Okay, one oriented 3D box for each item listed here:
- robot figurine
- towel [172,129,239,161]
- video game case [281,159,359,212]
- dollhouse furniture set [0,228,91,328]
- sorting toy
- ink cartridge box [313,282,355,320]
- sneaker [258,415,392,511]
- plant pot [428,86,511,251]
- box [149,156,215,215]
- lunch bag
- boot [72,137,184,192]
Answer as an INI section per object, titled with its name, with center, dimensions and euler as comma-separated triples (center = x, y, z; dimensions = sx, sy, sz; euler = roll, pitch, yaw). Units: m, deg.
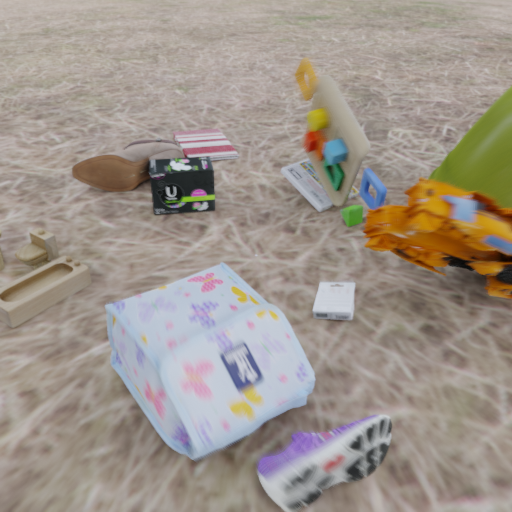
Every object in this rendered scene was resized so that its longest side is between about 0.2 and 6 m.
[robot figurine]
center = 3.406, -0.141, 8.680
dimensions = 3.182, 2.307, 0.926
euler = 20, 71, -13
[towel]
center = -1.377, -2.957, 15.031
dimensions = 1.381, 0.218, 1.918
euler = -9, 35, -17
[video game case]
center = 1.426, -1.648, 12.533
dimensions = 1.247, 0.157, 1.370
euler = -25, 62, -34
[dollhouse furniture set]
center = -4.240, -0.147, 9.169
dimensions = 2.056, 1.675, 1.955
euler = 22, 38, 31
[sorting toy]
center = 1.421, -2.256, 11.386
dimensions = 0.510, 2.108, 3.744
euler = -18, 68, -15
[ink cartridge box]
center = 1.282, 0.729, 9.084
dimensions = 0.615, 0.216, 0.756
euler = 0, 31, 17
[sneaker]
center = 0.811, 2.195, 6.445
dimensions = 1.755, 0.708, 0.732
euler = -14, 23, -26
[plant pot]
center = 5.071, -1.801, 9.874
dimensions = 3.026, 2.913, 3.026
euler = 9, 46, -10
[box]
center = -1.573, -1.514, 11.990
dimensions = 1.324, 0.984, 0.823
euler = -5, 32, -7
[lunch bag]
center = -0.579, 1.288, 7.169
dimensions = 1.909, 1.431, 2.251
euler = -19, 44, -31
[boot]
center = -2.975, -2.291, 13.374
dimensions = 2.502, 0.879, 1.829
euler = 2, 31, -10
